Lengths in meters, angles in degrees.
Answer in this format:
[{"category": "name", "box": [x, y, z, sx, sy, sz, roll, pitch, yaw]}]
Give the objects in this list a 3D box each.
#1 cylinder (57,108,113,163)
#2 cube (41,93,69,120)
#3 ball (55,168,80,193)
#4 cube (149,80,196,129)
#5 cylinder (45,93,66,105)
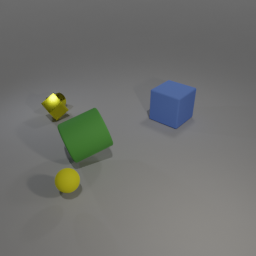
[{"category": "cylinder", "box": [-1.405, 0.234, 9.305, 1.400, 1.400, 1.400, -26, 37, -8]}, {"category": "cube", "box": [-3.103, -0.901, 11.923, 0.700, 0.700, 0.700, -42, 61, -8]}, {"category": "ball", "box": [-1.713, 1.483, 7.919, 0.700, 0.700, 0.700, 0, 32, 0]}, {"category": "cube", "box": [1.893, -1.039, 11.962, 1.400, 1.400, 1.400, 24, 39, 33]}, {"category": "cylinder", "box": [-3.319, -1.190, 12.844, 0.700, 0.700, 0.700, 17, 33, 24]}]
